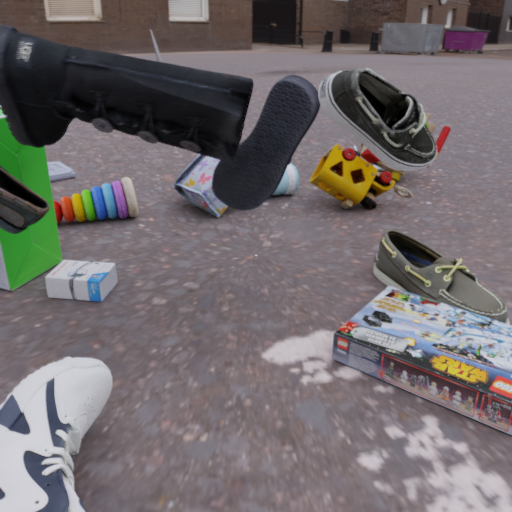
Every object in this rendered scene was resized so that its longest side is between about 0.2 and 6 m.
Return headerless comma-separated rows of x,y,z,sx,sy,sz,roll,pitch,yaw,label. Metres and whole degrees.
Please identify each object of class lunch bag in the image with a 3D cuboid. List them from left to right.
-1.140,-1.930,13.580,1.466,1.099,1.729,-47,40,-10,lunch bag

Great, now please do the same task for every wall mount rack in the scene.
3.622,-2.936,16.862,1.542,0.575,1.340,-6,24,-14,wall mount rack

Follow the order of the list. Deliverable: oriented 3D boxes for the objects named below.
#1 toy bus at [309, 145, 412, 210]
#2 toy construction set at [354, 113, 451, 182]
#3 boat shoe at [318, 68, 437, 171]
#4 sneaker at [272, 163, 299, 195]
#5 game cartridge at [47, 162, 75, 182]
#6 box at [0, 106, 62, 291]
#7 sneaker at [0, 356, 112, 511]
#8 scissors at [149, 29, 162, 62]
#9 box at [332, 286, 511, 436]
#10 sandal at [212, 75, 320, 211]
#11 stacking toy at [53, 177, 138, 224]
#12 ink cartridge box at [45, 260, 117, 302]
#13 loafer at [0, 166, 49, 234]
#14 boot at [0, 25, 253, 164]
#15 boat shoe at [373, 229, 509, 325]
2.373,-1.704,13.606,2.163,2.041,1.118,20,76,38,toy bus
3.674,-2.666,15.217,2.241,2.065,2.688,34,-12,-34,toy construction set
1.706,-1.643,6.954,2.098,0.742,0.668,19,-14,-36,boat shoe
-0.233,-2.263,14.928,1.695,1.033,2.596,-14,28,-29,sneaker
-5.891,-2.424,16.174,0.896,0.272,1.344,-14,29,-35,game cartridge
-5.289,-1.180,10.307,2.678,3.035,1.467,10,27,22,box
-1.914,2.216,5.393,1.871,1.147,2.875,14,29,24,sneaker
-1.899,-3.590,11.560,0.157,2.251,0.823,22,76,19,scissors
2.630,1.335,7.945,2.577,0.514,1.764,19,31,34,box
0.199,-1.695,9.016,1.024,2.694,0.577,42,41,-1,sandal
-3.892,-1.145,12.849,2.221,0.948,0.948,-14,28,-16,stacking toy
-3.088,0.436,9.945,1.013,0.435,0.742,5,26,7,ink cartridge box
-3.649,-1.168,7.321,0.681,2.164,0.778,-21,45,22,loafer
-1.823,-2.026,8.087,3.293,1.081,2.714,8,-7,-6,boot
3.067,0.385,9.551,1.015,0.849,2.841,-13,29,-26,boat shoe
